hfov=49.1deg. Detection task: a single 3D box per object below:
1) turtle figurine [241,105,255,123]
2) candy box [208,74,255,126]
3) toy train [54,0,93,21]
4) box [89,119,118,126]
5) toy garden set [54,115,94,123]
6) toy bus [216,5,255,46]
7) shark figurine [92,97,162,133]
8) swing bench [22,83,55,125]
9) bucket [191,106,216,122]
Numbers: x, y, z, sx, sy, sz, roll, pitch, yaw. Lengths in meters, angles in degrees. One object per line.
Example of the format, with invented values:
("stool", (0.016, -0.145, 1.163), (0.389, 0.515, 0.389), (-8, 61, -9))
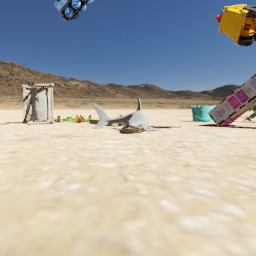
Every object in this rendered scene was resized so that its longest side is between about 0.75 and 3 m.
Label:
("turtle figurine", (5.567, -0.645, 11.601), (1.868, 0.940, 1.398), (6, 5, 6))
("candy box", (3.862, -0.915, 9.416), (2.040, 0.622, 1.391), (-45, -22, 31))
("toy train", (-1.637, -3.909, 8.586), (1.275, 0.728, 0.553), (-42, -7, 18))
("box", (-0.394, -0.229, 10.362), (1.473, 0.192, 1.803), (-2, 5, -32))
("toy garden set", (-2.388, -0.418, 11.825), (1.663, 0.332, 1.386), (1, 5, 8))
("toy bus", (3.166, -2.943, 7.665), (1.402, 0.951, 1.346), (-16, 41, -23))
("shark figurine", (0.025, -0.410, 8.028), (1.425, 0.995, 2.385), (-2, 6, -33))
("swing bench", (-3.455, -0.915, 10.702), (0.985, 1.511, 1.519), (-2, 6, -27))
("bucket", (3.298, -0.630, 12.267), (1.067, 0.694, 1.067), (-1, 5, 0))
